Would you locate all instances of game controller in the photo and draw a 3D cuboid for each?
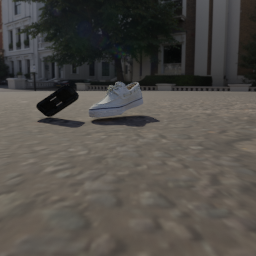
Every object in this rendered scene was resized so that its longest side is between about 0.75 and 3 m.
[{"bbox_3d":[-2.356,-0.889,9.380,1.403,0.732,0.295,-32,41,10],"label":"game controller"}]

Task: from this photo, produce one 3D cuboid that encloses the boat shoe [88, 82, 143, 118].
[{"bbox_3d":[-0.371,-1.062,9.590,1.013,0.998,2.858,2,17,35],"label":"boat shoe"}]
